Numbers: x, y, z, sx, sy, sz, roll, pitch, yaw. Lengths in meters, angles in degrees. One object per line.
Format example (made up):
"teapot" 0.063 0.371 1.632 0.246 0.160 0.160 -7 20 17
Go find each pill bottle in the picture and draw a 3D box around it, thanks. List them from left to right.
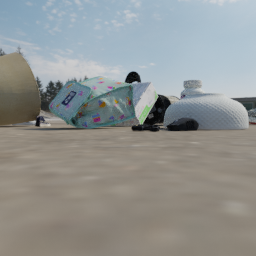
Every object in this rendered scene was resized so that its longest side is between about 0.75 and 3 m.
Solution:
"pill bottle" 2.631 -1.014 11.401 1.016 1.809 1.016 0 1 0

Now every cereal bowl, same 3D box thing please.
"cereal bowl" 2.151 -0.456 7.861 2.309 0.962 2.309 0 1 0

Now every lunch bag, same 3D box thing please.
"lunch bag" -1.086 -0.699 7.978 2.030 1.238 1.729 -20 28 -29

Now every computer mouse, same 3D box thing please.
"computer mouse" 0.873 -0.081 6.305 1.780 0.303 0.522 -2 3 -31

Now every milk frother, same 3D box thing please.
"milk frother" 1.067 -1.254 12.127 2.067 2.290 2.154 -4 -1 32

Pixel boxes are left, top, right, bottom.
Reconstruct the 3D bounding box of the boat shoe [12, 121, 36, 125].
"boat shoe" -4.199 -0.325 11.713 1.249 0.417 0.460 -1 2 -22

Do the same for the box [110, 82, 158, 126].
"box" 0.097 -0.903 10.350 1.441 0.790 1.633 1 45 36

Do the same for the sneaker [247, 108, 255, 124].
"sneaker" 6.251 -0.743 12.850 2.871 1.180 1.118 0 2 13

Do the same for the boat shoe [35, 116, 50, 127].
"boat shoe" -2.941 -0.239 9.745 0.293 0.364 0.785 4 2 10

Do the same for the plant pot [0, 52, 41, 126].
"plant pot" -4.702 -1.056 9.226 2.655 2.486 2.486 -21 15 -37
